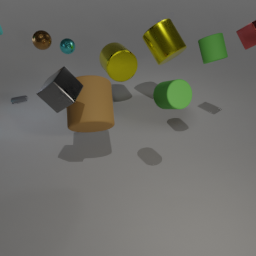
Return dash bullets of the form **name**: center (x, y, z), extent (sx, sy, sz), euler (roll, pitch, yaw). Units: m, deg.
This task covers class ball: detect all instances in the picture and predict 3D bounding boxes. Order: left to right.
- **ball**: center (-3.174, -3.240, 10.337), extent (0.700, 0.700, 0.700), euler (0, 32, 0)
- **ball**: center (-2.732, -3.688, 12.652), extent (0.700, 0.700, 0.700), euler (0, 32, 0)

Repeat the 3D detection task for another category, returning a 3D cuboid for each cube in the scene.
- **cube**: center (-1.660, -0.937, 6.910), extent (0.700, 0.700, 0.700), euler (-25, 32, 34)
- **cube**: center (4.167, -3.127, 9.201), extent (0.700, 0.700, 0.700), euler (-33, 7, -23)

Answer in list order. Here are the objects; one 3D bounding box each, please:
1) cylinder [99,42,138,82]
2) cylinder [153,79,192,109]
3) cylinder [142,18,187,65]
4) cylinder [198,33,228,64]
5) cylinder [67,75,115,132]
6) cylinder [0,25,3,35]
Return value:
- **cylinder**: center (-0.444, -2.941, 12.449), extent (1.400, 1.400, 1.400), euler (-10, 32, -15)
- **cylinder**: center (1.078, -0.807, 6.821), extent (0.700, 0.700, 0.700), euler (-15, 9, -22)
- **cylinder**: center (1.542, -3.626, 11.869), extent (1.400, 1.400, 1.400), euler (-31, 0, 0)
- **cylinder**: center (2.443, -2.282, 8.066), extent (0.700, 0.700, 0.700), euler (-15, 7, 2)
- **cylinder**: center (-1.160, -0.690, 8.528), extent (1.400, 1.400, 1.400), euler (-5, 77, -1)
- **cylinder**: center (-4.936, -3.549, 9.916), extent (0.700, 0.700, 0.700), euler (-22, 35, -4)
